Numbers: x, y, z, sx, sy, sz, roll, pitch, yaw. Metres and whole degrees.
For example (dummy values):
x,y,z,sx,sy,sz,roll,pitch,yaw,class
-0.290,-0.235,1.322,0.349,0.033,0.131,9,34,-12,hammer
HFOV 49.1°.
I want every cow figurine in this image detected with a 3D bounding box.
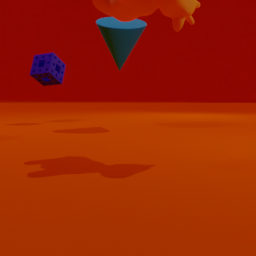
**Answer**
x,y,z,sx,sy,sz,roll,pitch,yaw,class
0.257,-1.705,3.724,1.201,0.670,1.221,25,-12,-23,cow figurine

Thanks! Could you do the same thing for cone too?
x,y,z,sx,sy,sz,roll,pitch,yaw,class
-0.208,-2.219,7.727,1.337,1.342,1.337,3,33,-2,cone

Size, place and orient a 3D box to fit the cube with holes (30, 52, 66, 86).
x,y,z,sx,sy,sz,roll,pitch,yaw,class
-2.537,-1.850,8.915,0.720,0.720,0.720,-2,-21,20,cube with holes
